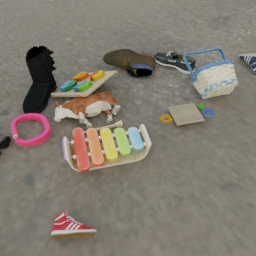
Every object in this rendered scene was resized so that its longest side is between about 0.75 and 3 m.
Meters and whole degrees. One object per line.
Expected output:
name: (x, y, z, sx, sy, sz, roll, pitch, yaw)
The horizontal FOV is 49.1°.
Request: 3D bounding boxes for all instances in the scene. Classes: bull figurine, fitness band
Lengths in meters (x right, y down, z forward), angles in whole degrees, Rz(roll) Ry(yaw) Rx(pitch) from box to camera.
bull figurine: (-1.566, -0.709, 10.863, 2.555, 0.832, 1.551, -23, 50, -20)
fitness band: (-3.564, 0.010, 10.269, 1.323, 0.345, 1.842, -15, 37, -20)

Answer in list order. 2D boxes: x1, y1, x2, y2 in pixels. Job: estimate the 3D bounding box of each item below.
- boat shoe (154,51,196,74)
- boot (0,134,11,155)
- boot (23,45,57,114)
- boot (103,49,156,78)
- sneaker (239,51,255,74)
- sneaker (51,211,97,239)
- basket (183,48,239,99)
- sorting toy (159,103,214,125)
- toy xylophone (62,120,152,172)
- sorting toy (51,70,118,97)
boat shoe: (2.274, -3.381, 13.696, 2.284, 0.689, 0.864, 24, 49, 23)
boot: (-5.224, 0.760, 9.432, 1.473, 0.781, 2.238, 25, 53, 16)
boot: (-3.669, -1.972, 11.297, 0.912, 2.020, 2.465, 11, 46, 10)
boot: (0.074, -3.019, 13.148, 2.565, 0.958, 1.243, 2, 42, -1)
sneaker: (6.062, -3.187, 13.623, 0.673, 1.041, 1.920, -13, 15, -9)
sneaker: (-1.459, 2.639, 7.686, 1.219, 0.434, 0.685, -2, 48, 1)
basket: (3.510, -2.406, 11.958, 1.896, 1.496, 2.151, -11, 75, -12)
sorting toy: (2.257, -0.498, 11.034, 2.176, 0.296, 1.225, -9, 41, -10)
toy xylophone: (-0.792, 0.488, 9.666, 2.984, 0.750, 2.185, -15, 46, -16)
sorting toy: (-1.864, -1.940, 11.842, 2.128, 0.419, 2.299, 6, 36, 40)
